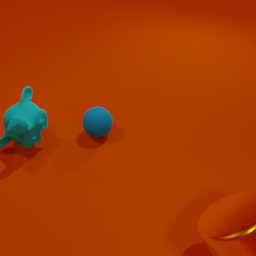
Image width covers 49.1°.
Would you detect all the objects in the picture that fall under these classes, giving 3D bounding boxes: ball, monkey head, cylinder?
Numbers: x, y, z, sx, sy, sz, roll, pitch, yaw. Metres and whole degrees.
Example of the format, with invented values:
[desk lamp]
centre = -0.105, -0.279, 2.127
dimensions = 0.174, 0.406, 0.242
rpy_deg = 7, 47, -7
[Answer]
[ball]
centre = -0.840, -0.169, 7.735
dimensions = 0.831, 0.831, 0.831
rpy_deg = 0, 42, 0
[monkey head]
centre = -2.766, -0.156, 7.081
dimensions = 1.076, 1.285, 1.786
rpy_deg = 28, 93, 20
[cylinder]
centre = 2.008, 1.958, 4.753
dimensions = 1.234, 1.234, 1.234
rpy_deg = -30, 7, 4
